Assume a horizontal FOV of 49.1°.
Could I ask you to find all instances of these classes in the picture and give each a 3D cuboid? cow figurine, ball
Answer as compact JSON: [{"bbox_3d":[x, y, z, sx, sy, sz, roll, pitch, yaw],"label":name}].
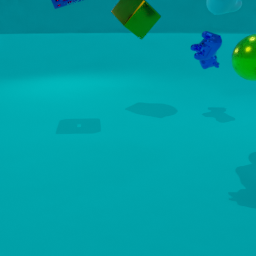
[{"bbox_3d":[2.660,-2.474,9.033,1.281,1.301,0.714,1,60,-28],"label":"cow figurine"},{"bbox_3d":[1.711,-2.708,5.317,1.287,1.308,0.718,-23,59,-17],"label":"cow figurine"},{"bbox_3d":[2.717,-1.494,5.950,0.983,0.983,0.983,0,20,0],"label":"ball"}]

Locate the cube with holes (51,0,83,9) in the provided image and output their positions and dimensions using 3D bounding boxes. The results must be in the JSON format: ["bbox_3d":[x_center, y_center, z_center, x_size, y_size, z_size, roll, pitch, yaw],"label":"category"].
[{"bbox_3d":[-1.927,-4.324,8.231,0.999,0.999,0.999,-20,1,-4],"label":"cube with holes"}]

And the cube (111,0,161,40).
[{"bbox_3d":[0.277,-3.906,9.604,1.040,1.040,1.040,18,31,-50],"label":"cube"}]
